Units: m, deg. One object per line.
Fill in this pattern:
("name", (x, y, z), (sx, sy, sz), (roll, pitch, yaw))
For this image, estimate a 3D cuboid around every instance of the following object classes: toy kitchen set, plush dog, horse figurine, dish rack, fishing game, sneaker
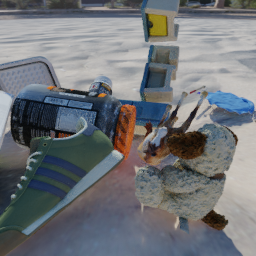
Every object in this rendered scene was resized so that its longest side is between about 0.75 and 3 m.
("toy kitchen set", (0.363, -1.603, 7.343), (1.673, 2.276, 2.840), (6, 61, 13))
("plush dog", (1.199, 0.670, 4.628), (1.824, 1.567, 1.463), (-8, 31, -45))
("horse figurine", (0.648, 0.146, 5.360), (0.603, 2.417, 1.602), (34, 74, -2))
("dish rack", (-2.650, -1.051, 7.656), (1.708, 1.990, 0.433), (-12, 47, 0))
("fishing game", (3.315, -0.811, 9.256), (2.402, 0.373, 1.720), (27, 33, 27))
("sneaker", (-1.322, 0.764, 4.551), (2.717, 0.911, 1.220), (-36, 87, -39))

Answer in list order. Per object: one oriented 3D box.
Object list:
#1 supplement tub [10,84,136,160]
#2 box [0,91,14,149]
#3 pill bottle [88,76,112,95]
("supplement tub", (-1.148, -0.089, 6.297), (2.499, 1.531, 1.531), (10, 27, 7))
("box", (-2.695, 0.328, 5.511), (0.393, 1.559, 2.161), (14, 21, -21))
("pill bottle", (-0.887, -0.989, 8.607), (0.733, 0.733, 1.259), (5, 50, 10))
